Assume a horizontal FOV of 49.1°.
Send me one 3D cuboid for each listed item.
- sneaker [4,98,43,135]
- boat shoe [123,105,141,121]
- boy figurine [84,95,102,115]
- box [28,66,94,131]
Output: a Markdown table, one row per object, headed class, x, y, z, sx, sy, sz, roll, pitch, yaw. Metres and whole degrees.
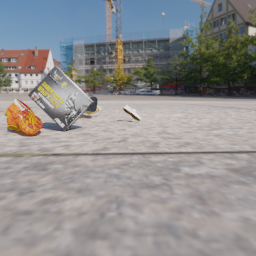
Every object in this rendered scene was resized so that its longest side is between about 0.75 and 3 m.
| class | x | y | z | sx | sy | sz | roll | pitch | yaw |
| --- | --- | --- | --- | --- | --- | --- | --- | --- | --- |
| sneaker | -2.889 | -0.156 | 7.656 | 0.734 | 0.776 | 2.011 | 37 | -2 | -34 |
| boat shoe | 0.202 | -0.593 | 10.576 | 0.842 | 0.292 | 0.298 | 39 | -24 | 15 |
| boy figurine | -1.923 | -1.033 | 12.871 | 1.471 | 0.762 | 2.366 | 11 | -1 | -14 |
| box | -1.898 | -0.830 | 7.981 | 1.479 | 1.171 | 0.357 | 45 | 6 | 1 |
